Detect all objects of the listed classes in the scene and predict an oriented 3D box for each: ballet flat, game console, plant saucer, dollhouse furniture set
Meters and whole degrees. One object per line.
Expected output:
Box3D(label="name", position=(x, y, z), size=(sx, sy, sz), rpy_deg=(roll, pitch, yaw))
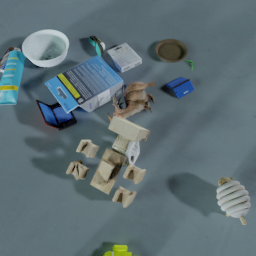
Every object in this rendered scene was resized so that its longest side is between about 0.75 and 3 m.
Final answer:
Box3D(label="ballet flat", position=(-1.464, -4.137, 13.938), size=(0.514, 0.511, 1.502), rpy_deg=(-21, 60, -22))
Box3D(label="game console", position=(2.364, -1.842, 12.738), size=(0.975, 0.577, 0.832), rpy_deg=(-29, 94, -16))
Box3D(label="plant saucer", position=(2.145, -3.798, 13.870), size=(1.604, 0.236, 1.604), rpy_deg=(0, 57, 0))
Box3D(label="game console", position=(-2.938, -0.675, 11.578), size=(1.200, 0.827, 1.393), rpy_deg=(-24, 61, -13))
Box3D(label="dollhouse furniture set", position=(-0.397, 1.024, 10.146), size=(2.411, 1.708, 2.625), rpy_deg=(26, 95, 14))

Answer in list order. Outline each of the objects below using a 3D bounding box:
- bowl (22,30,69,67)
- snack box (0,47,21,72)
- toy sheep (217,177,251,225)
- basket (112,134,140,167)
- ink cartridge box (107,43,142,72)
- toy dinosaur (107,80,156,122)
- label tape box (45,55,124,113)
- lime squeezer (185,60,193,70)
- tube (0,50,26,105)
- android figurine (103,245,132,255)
Box3D(label="bowl", position=(-3.808, -3.599, 13.314), size=(2.140, 0.962, 2.140), rpy_deg=(0, 58, 0))
Box3D(label="snack box", position=(-5.837, -3.331, 13.601), size=(0.556, 0.188, 1.547), rpy_deg=(13, 59, 8))
Box3D(label="toy sheep", position=(3.569, 2.432, 9.479), size=(1.166, 1.166, 1.691), rpy_deg=(-17, 60, -11))
Box3D(label="basket", position=(-0.067, 0.826, 10.469), size=(0.737, 1.194, 0.809), rpy_deg=(20, 60, 19))
Box3D(label="ink cartridge box", position=(-0.193, -3.432, 13.609), size=(1.161, 0.361, 1.442), rpy_deg=(-29, 58, -16))
Box3D(label="toy dinosaur", position=(0.192, -1.310, 11.877), size=(1.769, 1.120, 2.610), rpy_deg=(8, 53, 13))
Box3D(label="label tape box", position=(-1.866, -1.767, 12.226), size=(2.767, 0.915, 1.983), rpy_deg=(-33, 64, -17))
Box3D(label="lime squeezer", position=(3.024, -3.094, 13.490), size=(0.267, 0.143, 0.756), rpy_deg=(-18, 61, -11))
Box3D(label="tube", position=(-5.289, -2.217, 12.698), size=(1.098, 0.714, 2.835), rpy_deg=(-5, 62, 13))
Box3D(label="android figurine", position=(-0.313, 4.338, 8.804), size=(1.343, 0.276, 1.223), rpy_deg=(4, 58, 0))
